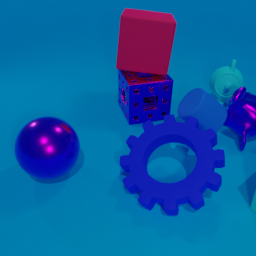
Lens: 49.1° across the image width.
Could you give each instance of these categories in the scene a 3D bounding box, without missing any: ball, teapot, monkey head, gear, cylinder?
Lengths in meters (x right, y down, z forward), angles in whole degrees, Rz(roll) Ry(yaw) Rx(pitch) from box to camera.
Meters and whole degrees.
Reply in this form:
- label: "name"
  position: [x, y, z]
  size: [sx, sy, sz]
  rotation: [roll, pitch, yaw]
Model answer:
- label: "ball"
  position: [-1.623, 0.400, 5.699]
  size: [1.281, 1.281, 1.281]
  rotation: [0, 34, 0]
- label: "teapot"
  position: [2.757, -1.194, 7.867]
  size: [0.920, 1.479, 0.724]
  rotation: [14, 23, 7]
- label: "monkey head"
  position: [2.884, -0.385, 6.626]
  size: [1.050, 1.253, 1.742]
  rotation: [34, 81, 25]
- label: "gear"
  position: [0.821, 0.641, 5.366]
  size: [1.932, 0.357, 1.932]
  rotation: [-9, 56, 13]
- label: "cylinder"
  position: [1.799, -0.398, 6.814]
  size: [0.858, 0.858, 0.858]
  rotation: [33, 27, -22]

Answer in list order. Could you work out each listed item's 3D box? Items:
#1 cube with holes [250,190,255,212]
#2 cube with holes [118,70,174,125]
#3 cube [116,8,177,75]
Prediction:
- label: "cube with holes"
  position: [2.952, 1.096, 4.830]
  size: [1.023, 1.023, 1.023]
  rotation: [-28, 42, -29]
- label: "cube with holes"
  position: [0.439, -0.964, 7.783]
  size: [1.178, 1.178, 1.178]
  rotation: [-9, 35, -13]
- label: "cube"
  position: [0.451, -2.288, 7.350]
  size: [1.323, 1.323, 1.323]
  rotation: [7, 30, 0]
